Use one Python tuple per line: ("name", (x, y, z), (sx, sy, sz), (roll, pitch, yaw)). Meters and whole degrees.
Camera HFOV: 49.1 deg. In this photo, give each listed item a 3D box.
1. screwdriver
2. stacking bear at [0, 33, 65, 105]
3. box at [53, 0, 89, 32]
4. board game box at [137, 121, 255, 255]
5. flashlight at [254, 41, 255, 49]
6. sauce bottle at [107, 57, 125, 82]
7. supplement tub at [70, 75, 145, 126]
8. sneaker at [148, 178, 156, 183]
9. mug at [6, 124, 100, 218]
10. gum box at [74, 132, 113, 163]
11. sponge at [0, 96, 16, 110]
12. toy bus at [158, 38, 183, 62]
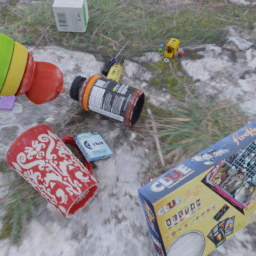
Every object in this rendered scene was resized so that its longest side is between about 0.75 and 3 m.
("screwdriver", (-0.451, -2.912, 11.489), (0.298, 0.311, 2.138), (23, 55, 14))
("stacking bear", (-3.090, -1.454, 7.160), (2.946, 1.675, 1.789), (16, 13, -32))
("box", (-2.485, -5.081, 12.352), (1.276, 1.269, 1.093), (3, 55, 2))
("board game box", (1.718, 1.338, 5.454), (2.916, 1.975, 0.505), (-26, 28, -20))
("flashlight", (4.361, -2.514, 8.108), (0.436, 0.437, 1.287), (-44, 22, -27))
("sauce bottle", (-0.475, -2.155, 10.792), (0.492, 0.492, 1.521), (11, 57, 7))
("supplement tub", (-0.735, -1.019, 9.526), (2.422, 1.295, 1.295), (21, 58, 14))
("sneaker", (1.122, 2.139, 7.727), (0.696, 0.659, 1.805), (-10, 57, -13))
("mug", (-1.854, 1.067, 7.924), (2.345, 1.565, 2.082), (40, 64, 18))
("gum box", (-1.096, 0.573, 8.822), (0.865, 0.227, 1.018), (-8, 48, -42))
("sponge", (-4.374, -1.026, 10.230), (0.484, 0.129, 0.868), (1, 55, 1))
("toy bus", (1.782, -3.294, 11.585), (0.896, 0.490, 0.949), (-17, 56, -11))
